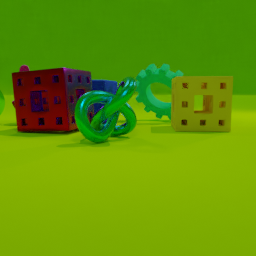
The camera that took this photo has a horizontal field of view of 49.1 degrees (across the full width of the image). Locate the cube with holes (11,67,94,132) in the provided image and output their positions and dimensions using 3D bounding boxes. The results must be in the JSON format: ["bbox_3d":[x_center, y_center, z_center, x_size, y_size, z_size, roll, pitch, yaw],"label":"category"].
[{"bbox_3d":[-1.776,-0.688,6.922,1.375,1.375,1.375,-1,7,18],"label":"cube with holes"}]

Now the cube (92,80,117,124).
[{"bbox_3d":[-1.135,-0.859,8.989,1.297,1.297,1.297,2,8,15],"label":"cube"}]

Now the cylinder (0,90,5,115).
[{"bbox_3d":[-4.234,-0.803,7.847,1.256,1.256,1.256,-2,-4,-13],"label":"cylinder"}]

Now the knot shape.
[{"bbox_3d":[-0.329,-0.245,5.509,1.474,1.379,0.681,-41,61,-17],"label":"knot shape"}]

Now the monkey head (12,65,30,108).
[{"bbox_3d":[-2.875,-0.996,8.457,1.205,1.675,1.009,-30,31,-7],"label":"monkey head"}]

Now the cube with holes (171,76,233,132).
[{"bbox_3d":[1.827,-0.636,7.224,1.303,1.303,1.303,1,7,4],"label":"cube with holes"}]

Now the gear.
[{"bbox_3d":[1.098,-1.122,8.982,1.904,1.904,0.352,5,42,33],"label":"gear"}]
